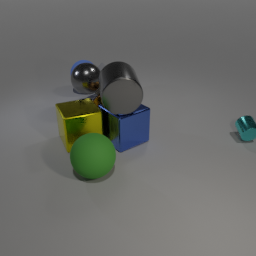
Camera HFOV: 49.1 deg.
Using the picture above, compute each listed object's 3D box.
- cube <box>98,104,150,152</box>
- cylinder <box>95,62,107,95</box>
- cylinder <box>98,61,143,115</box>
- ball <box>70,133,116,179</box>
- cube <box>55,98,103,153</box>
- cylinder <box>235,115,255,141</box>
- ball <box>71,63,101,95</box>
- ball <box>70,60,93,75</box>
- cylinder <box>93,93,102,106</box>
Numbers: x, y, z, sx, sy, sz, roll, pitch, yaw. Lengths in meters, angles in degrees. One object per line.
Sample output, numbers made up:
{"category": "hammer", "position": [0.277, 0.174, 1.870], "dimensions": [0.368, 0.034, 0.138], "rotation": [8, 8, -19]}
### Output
{"category": "cube", "position": [-0.145, -0.175, 10.526], "dimensions": [1.400, 1.400, 1.400], "rotation": [-20, 35, -32]}
{"category": "cylinder", "position": [-1.118, -2.240, 13.699], "dimensions": [1.400, 1.400, 1.400], "rotation": [37, 4, -3]}
{"category": "cylinder", "position": [-0.282, -1.384, 9.655], "dimensions": [1.400, 1.400, 1.400], "rotation": [-4, 36, -8]}
{"category": "ball", "position": [-1.071, 0.848, 8.603], "dimensions": [1.400, 1.400, 1.400], "rotation": [0, 29, 0]}
{"category": "cube", "position": [-1.812, -0.142, 10.467], "dimensions": [1.400, 1.400, 1.400], "rotation": [-12, 31, -21]}
{"category": "cylinder", "position": [4.480, 0.009, 10.508], "dimensions": [0.700, 0.700, 0.700], "rotation": [-3, 46, -5]}
{"category": "ball", "position": [-1.827, -2.182, 12.403], "dimensions": [1.400, 1.400, 1.400], "rotation": [0, 29, 0]}
{"category": "ball", "position": [-2.285, -2.825, 14.590], "dimensions": [1.400, 1.400, 1.400], "rotation": [0, 29, 0]}
{"category": "cylinder", "position": [-0.708, -1.010, 12.025], "dimensions": [1.400, 1.400, 1.400], "rotation": [7, 30, 13]}
